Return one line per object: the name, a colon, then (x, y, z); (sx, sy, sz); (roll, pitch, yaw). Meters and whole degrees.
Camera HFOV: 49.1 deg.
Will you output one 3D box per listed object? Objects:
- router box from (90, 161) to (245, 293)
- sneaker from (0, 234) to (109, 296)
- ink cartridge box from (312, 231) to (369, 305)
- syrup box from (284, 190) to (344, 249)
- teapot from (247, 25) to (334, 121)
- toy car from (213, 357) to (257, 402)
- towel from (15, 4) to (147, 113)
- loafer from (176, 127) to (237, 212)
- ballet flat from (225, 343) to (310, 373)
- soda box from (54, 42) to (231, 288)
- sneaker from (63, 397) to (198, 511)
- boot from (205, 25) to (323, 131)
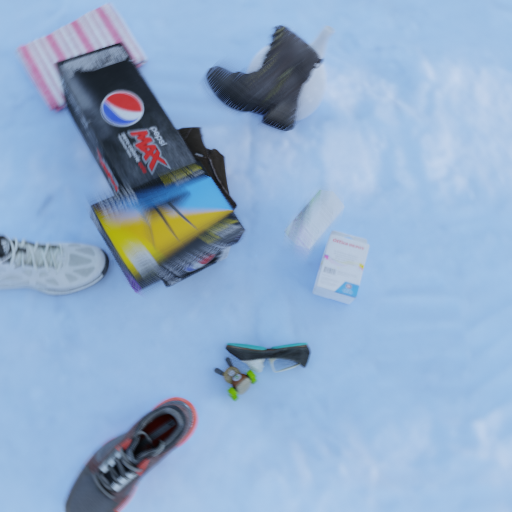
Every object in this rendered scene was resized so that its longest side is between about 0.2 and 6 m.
router box: (-1.489, -0.539, 9.529); (2.106, 0.538, 1.571); (-28, 78, -25)
sneaker: (-4.346, 0.112, 10.717); (2.783, 1.601, 1.050); (-3, 75, -1)
ink cartridge box: (1.692, 0.206, 11.113); (0.812, 0.791, 1.263); (17, 76, 4)
syrup box: (1.113, -0.704, 10.736); (1.127, 0.444, 0.459); (-48, 117, -10)
teapot: (0.615, -3.845, 11.888); (1.872, 1.385, 1.896); (5, 76, 2)
toy car: (-0.444, 2.294, 10.726); (0.597, 0.573, 0.727); (-40, 68, -17)
towel: (-3.915, -4.499, 12.591); (2.473, 0.370, 1.810); (-32, 78, -8)
loafer: (-0.967, -1.844, 11.635); (0.814, 0.833, 2.281); (-30, 78, -9)
ballet flat: (0.225, 1.962, 10.789); (1.661, 0.565, 0.568); (0, 84, 0)
soda box: (-2.223, -1.821, 11.140); (1.475, 1.648, 4.657); (-27, 77, -18)
sneaker: (-2.348, 3.626, 9.989); (1.131, 1.202, 2.935); (43, 79, 10)
boot: (0.188, -3.583, 10.680); (2.141, 0.741, 1.864); (24, 75, -27)
